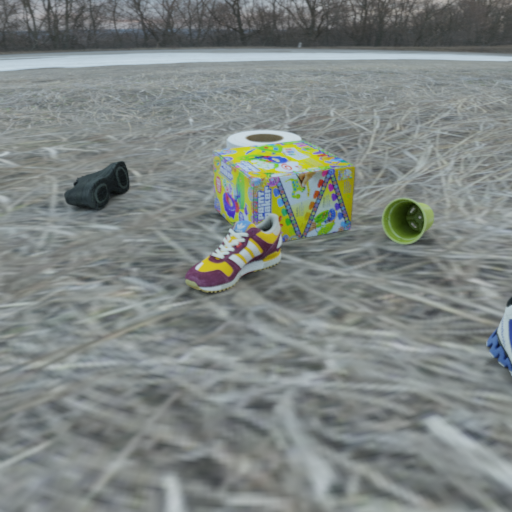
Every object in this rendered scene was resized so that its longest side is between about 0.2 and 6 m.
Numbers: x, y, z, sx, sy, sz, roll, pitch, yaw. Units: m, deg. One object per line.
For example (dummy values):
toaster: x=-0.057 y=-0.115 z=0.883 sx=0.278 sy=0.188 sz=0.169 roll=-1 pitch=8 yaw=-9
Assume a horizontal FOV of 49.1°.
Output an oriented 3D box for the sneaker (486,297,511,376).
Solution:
sneaker: x=3.340 y=1.022 z=6.434 sx=0.781 sy=1.117 sz=1.934 roll=-4 pitch=25 yaw=-6

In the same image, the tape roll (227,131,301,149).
tape roll: x=0.191 y=-2.188 z=13.152 sx=1.731 sy=1.188 sz=1.731 roll=1 pitch=25 yaw=0

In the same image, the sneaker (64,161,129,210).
sneaker: x=-3.542 y=-1.636 z=12.564 sx=0.926 sy=0.774 sz=2.040 roll=1 pitch=22 yaw=16

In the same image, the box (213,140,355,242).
box: x=0.477 y=-1.350 z=11.192 sx=2.105 sy=1.333 sz=2.186 roll=-10 pitch=28 yaw=-20

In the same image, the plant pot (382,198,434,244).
plant pot: x=2.940 y=-0.688 z=10.559 sx=0.860 sy=0.860 sz=0.791 roll=20 pitch=20 yaw=35

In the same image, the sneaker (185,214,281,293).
sneaker: x=-0.369 y=-0.106 z=9.078 sx=0.744 sy=0.894 sz=1.985 roll=21 pitch=32 yaw=37
